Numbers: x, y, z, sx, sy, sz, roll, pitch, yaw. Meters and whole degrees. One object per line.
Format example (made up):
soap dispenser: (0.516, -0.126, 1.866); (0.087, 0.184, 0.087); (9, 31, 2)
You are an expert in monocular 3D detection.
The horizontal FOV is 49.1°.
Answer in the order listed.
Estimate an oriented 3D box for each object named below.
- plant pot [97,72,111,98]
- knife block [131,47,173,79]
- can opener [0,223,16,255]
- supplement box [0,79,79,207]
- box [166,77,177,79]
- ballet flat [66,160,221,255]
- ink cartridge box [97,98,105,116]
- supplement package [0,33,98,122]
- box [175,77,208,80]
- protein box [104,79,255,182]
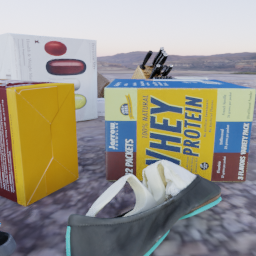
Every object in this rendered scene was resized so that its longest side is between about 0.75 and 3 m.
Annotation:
plant pot: (-1.770, -1.957, 13.080); (1.780, 2.041, 2.041); (23, 21, 18)
knife block: (0.772, -2.233, 12.342); (0.927, 2.543, 2.896); (-6, 15, -29)
can opener: (-1.938, 1.122, 2.927); (1.664, 0.553, 0.438); (0, 30, 26)
supplement box: (-1.836, 0.081, 4.551); (1.684, 1.661, 1.118); (8, 16, 31)
box: (2.088, -0.813, 8.856); (2.677, 1.056, 1.889); (20, 25, 31)
ballet flat: (0.320, 0.807, 3.067); (0.786, 0.791, 2.311); (-30, -10, 41)
ink cartridge box: (-0.903, -0.815, 10.735); (0.916, 0.528, 1.255); (-3, 14, -13)
supplement package: (-2.709, -1.564, 9.176); (2.816, 2.693, 2.071); (-12, 18, -40)
box: (2.550, -1.406, 11.573); (1.499, 1.277, 2.345); (4, 14, 13)
protein box: (0.812, -0.127, 5.566); (2.347, 1.583, 2.330); (0, 13, 1)
